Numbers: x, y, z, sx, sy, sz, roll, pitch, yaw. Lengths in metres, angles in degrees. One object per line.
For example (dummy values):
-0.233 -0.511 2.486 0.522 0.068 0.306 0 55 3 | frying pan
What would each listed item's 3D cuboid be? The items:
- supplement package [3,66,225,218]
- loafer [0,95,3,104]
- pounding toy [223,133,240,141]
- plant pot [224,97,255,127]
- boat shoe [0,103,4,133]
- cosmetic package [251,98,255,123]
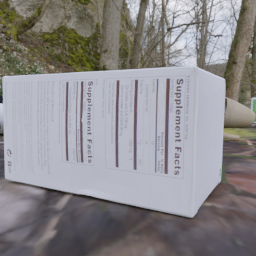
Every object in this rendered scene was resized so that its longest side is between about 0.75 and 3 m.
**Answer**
-0.170 0.025 3.466 2.420 1.325 1.376 3 6 28 | supplement package
-3.616 -0.319 9.371 2.958 1.038 1.004 22 60 41 | loafer
1.711 -0.163 7.624 1.885 1.340 1.735 -5 -5 -42 | pounding toy
4.570 -0.527 11.779 1.331 1.246 1.246 15 6 2 | plant pot
-4.629 -0.243 8.974 0.889 0.961 2.603 -12 10 -41 | boat shoe
7.231 -0.806 13.240 1.048 1.329 2.471 -3 4 -35 | cosmetic package
